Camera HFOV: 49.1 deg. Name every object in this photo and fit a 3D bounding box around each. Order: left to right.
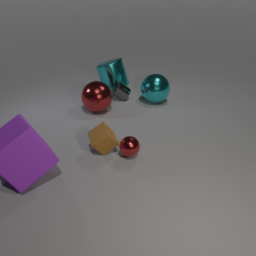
[{"bbox_3d":[-3.128,0.693,8.131,1.400,1.400,1.400,-41,35,-13],"label":"cube"},{"bbox_3d":[-1.379,-1.390,12.472,1.400,1.400,1.400,0,29,0],"label":"ball"},{"bbox_3d":[-0.852,0.361,9.624,0.700,0.700,0.700,-34,45,8],"label":"cube"},{"bbox_3d":[-0.778,-2.756,14.537,1.400,1.400,1.400,-17,21,7],"label":"cylinder"},{"bbox_3d":[-0.349,-1.819,13.696,0.700,0.700,0.700,32,17,-26],"label":"cylinder"},{"bbox_3d":[0.059,0.619,9.422,0.700,0.700,0.700,0,29,0],"label":"ball"},{"bbox_3d":[1.314,-1.887,13.391,1.400,1.400,1.400,0,29,0],"label":"ball"}]
